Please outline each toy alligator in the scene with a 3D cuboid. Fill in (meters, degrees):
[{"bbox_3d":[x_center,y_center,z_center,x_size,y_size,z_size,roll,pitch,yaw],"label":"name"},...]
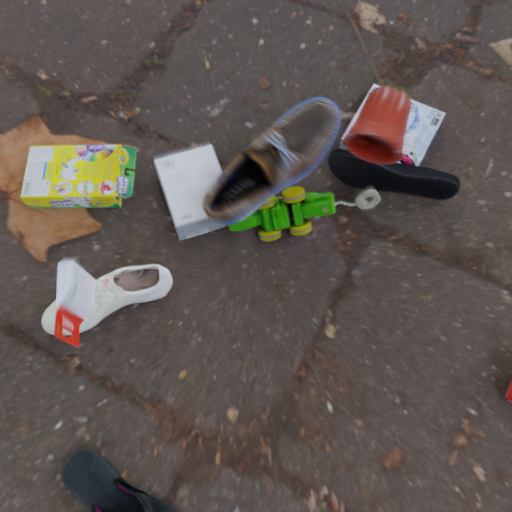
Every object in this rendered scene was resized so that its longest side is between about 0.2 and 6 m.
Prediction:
[{"bbox_3d":[0.951,-1.028,11.693,3.124,0.926,0.848,-11,27,4],"label":"toy alligator"}]

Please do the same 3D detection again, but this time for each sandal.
[{"bbox_3d":[-2.319,4.324,9.590,2.618,0.627,0.984,31,70,12],"label":"sandal"},{"bbox_3d":[2.931,-1.848,12.047,2.884,1.083,0.650,11,68,-4],"label":"sandal"}]

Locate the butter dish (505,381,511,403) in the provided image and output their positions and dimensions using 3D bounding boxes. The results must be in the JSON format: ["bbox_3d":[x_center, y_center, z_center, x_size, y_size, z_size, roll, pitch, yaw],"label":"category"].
[{"bbox_3d":[5.382,2.281,10.400,1.167,0.865,1.170,20,111,14],"label":"butter dish"}]

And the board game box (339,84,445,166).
[{"bbox_3d":[3.105,-2.859,12.784,1.801,0.393,1.810,27,70,11],"label":"board game box"}]

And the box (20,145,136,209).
[{"bbox_3d":[-3.793,-1.741,12.233,2.341,0.566,1.374,-1,66,2],"label":"box"}]

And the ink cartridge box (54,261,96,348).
[{"bbox_3d":[-3.167,0.862,9.851,0.368,1.049,1.290,-10,68,3],"label":"ink cartridge box"}]

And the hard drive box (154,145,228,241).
[{"bbox_3d":[-1.295,-1.371,11.999,1.337,0.659,1.715,-17,68,-8],"label":"hard drive box"}]

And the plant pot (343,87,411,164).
[{"bbox_3d":[2.382,-2.517,10.673,1.145,1.145,1.114,19,78,8],"label":"plant pot"}]

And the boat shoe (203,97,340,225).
[{"bbox_3d":[0.312,-1.719,10.519,3.207,1.161,1.158,-44,89,10],"label":"boat shoe"}]

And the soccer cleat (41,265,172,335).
[{"bbox_3d":[-2.947,0.758,10.899,2.651,1.028,0.919,-20,68,-8],"label":"soccer cleat"}]
